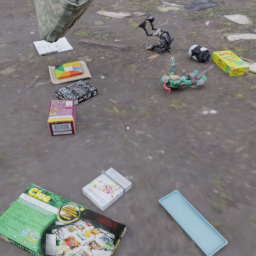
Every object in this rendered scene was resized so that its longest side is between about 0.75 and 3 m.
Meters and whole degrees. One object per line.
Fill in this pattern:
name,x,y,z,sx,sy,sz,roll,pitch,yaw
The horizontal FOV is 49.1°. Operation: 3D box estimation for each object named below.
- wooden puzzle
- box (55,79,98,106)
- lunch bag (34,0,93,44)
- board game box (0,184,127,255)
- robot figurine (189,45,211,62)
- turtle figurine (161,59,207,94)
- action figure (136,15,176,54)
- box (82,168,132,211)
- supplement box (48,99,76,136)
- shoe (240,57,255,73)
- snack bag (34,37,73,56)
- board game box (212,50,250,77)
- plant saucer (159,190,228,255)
wooden puzzle,-2.380,-2.321,11.365,1.550,0.289,1.434,-11,40,-13
box,-1.857,-1.277,10.118,1.216,0.265,0.974,-32,49,-33
lunch bag,-2.075,-4.285,9.105,1.549,2.161,2.635,11,68,-33
board game box,-1.465,2.157,5.969,2.569,0.301,1.346,18,45,20
robot figurine,3.119,-3.228,12.226,0.617,0.743,0.989,-40,52,-14
turtle figurine,1.880,-1.863,10.326,1.860,0.937,1.393,-1,49,-24
action figure,1.356,-4.195,12.964,1.162,1.955,0.997,-47,16,-14
box,-0.505,1.471,6.857,0.755,0.199,0.969,32,50,33
supplement box,-2.040,-0.352,8.734,0.762,0.601,1.165,-4,40,-5
shoe,5.091,-2.610,11.687,0.420,0.321,1.201,-25,46,-27
snack bag,-3.572,-3.947,13.423,1.627,0.174,1.534,-16,42,-19
board game box,4.287,-2.744,11.800,0.810,0.380,1.594,-9,40,-11
plant saucer,1.381,2.065,6.180,0.565,0.153,1.616,-23,46,-25
